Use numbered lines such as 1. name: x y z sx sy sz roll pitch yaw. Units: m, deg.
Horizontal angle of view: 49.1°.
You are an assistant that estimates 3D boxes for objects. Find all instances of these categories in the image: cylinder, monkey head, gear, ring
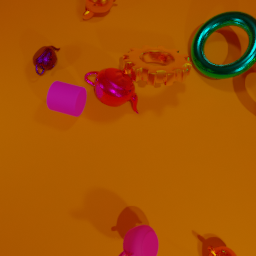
1. cylinder: -1.704 -0.820 7.866 0.844 0.844 0.844 15 71 9
2. monkey head: -0.767 -4.108 8.939 1.627 1.170 0.980 -22 71 33
3. gear: 0.813 -1.828 7.987 1.921 0.355 1.921 2 38 -2
4. ring: 2.878 -2.449 8.254 2.090 0.418 2.090 -7 75 28

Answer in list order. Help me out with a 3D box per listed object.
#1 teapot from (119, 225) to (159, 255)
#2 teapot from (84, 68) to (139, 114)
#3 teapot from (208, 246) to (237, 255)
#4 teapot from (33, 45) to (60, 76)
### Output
1. teapot: 0.264 2.585 6.256 0.685 1.398 0.869 -8 95 37
2. teapot: -0.374 -1.054 7.937 1.893 0.927 1.177 30 39 -5
3. teapot: 2.248 3.181 6.499 0.702 0.553 1.129 -43 87 8
4. teapot: -2.451 -2.104 8.477 0.758 0.597 1.220 3 60 41
